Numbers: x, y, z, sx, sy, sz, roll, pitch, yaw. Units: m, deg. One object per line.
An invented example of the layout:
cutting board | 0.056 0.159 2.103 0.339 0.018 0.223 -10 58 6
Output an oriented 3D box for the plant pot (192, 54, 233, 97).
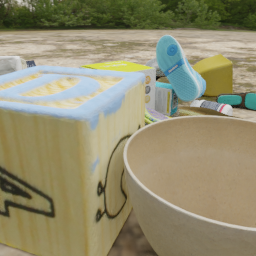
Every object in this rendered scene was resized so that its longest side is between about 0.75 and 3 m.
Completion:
plant pot | 3.554 -2.193 12.188 1.509 1.466 1.475 -12 30 2

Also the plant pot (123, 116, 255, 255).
plant pot | 1.301 1.155 4.004 2.747 1.844 2.747 0 24 0

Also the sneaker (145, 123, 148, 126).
sneaker | 0.051 0.212 7.383 2.939 1.147 1.252 24 24 26

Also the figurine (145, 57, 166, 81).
figurine | 1.251 -2.546 12.608 2.233 0.985 2.289 -14 -3 37

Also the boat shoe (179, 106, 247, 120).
boat shoe | 2.484 -0.007 7.928 2.468 0.819 0.913 23 24 37

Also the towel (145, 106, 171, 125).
towel | 1.342 0.049 6.668 2.913 0.332 2.092 17 16 -47

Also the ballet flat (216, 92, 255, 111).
ballet flat | 4.403 -1.079 10.651 1.975 0.671 0.675 10 17 21

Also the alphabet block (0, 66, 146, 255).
alphabet block | -1.164 0.411 4.906 2.445 2.490 2.432 9 26 20

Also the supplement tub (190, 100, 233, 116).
supplement tub | 2.598 -0.420 8.869 1.195 0.838 0.838 18 29 35

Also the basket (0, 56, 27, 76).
basket | -5.225 -1.908 11.086 2.444 1.657 1.508 -4 10 -3

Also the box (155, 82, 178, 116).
box | 0.623 -1.228 10.497 2.485 1.023 0.611 15 28 30

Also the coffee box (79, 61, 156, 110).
coffee box | -0.361 -1.167 9.338 1.834 1.816 1.836 -17 29 -33

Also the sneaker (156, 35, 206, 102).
sneaker | 1.842 -1.971 9.583 0.942 2.368 1.546 -26 -9 29

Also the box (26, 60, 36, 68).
box | -5.170 -2.444 13.153 1.751 1.104 1.781 -9 25 -19
